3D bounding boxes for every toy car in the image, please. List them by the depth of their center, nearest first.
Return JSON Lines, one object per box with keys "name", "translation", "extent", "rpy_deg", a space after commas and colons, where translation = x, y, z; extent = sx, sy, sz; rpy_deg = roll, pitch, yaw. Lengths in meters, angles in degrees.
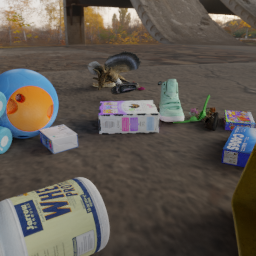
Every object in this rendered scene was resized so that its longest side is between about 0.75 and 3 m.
{"name": "toy car", "translation": [-4.818, 0.092, 7.069], "extent": [2.409, 2.311, 2.613], "rpy_deg": [15, 36, 9]}

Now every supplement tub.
{"name": "supplement tub", "translation": [-1.277, 1.544, 4.232], "extent": [1.706, 1.237, 1.237], "rpy_deg": [-13, 24, -32]}

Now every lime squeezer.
{"name": "lime squeezer", "translation": [2.525, -0.489, 10.487], "extent": [1.698, 0.600, 0.320], "rpy_deg": [-37, 26, 1]}

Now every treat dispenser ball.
{"name": "treat dispenser ball", "translation": [-3.357, -0.771, 8.969], "extent": [2.200, 2.200, 2.200], "rpy_deg": [0, 21, 0]}

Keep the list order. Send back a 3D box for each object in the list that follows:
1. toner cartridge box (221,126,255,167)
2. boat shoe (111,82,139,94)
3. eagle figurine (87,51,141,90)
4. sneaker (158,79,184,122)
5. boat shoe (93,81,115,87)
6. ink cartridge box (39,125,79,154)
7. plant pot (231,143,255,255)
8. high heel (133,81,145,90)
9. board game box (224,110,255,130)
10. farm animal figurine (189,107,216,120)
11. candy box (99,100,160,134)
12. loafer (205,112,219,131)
{"name": "toner cartridge box", "translation": [3.396, 0.502, 8.091], "extent": [0.960, 0.436, 2.021], "rpy_deg": [11, 23, 26]}
{"name": "boat shoe", "translation": [-0.193, -1.911, 13.473], "extent": [1.440, 0.481, 0.410], "rpy_deg": [-10, 14, 14]}
{"name": "eagle figurine", "translation": [-0.755, -3.113, 15.974], "extent": [2.054, 2.043, 2.707], "rpy_deg": [3, 29, 37]}
{"name": "sneaker", "translation": [1.640, -1.138, 10.972], "extent": [0.899, 1.440, 2.442], "rpy_deg": [-1, 21, -3]}
{"name": "boat shoe", "translation": [-1.400, -2.631, 16.282], "extent": [1.331, 0.461, 0.491], "rpy_deg": [-2, 21, -4]}
{"name": "ink cartridge box", "translation": [-2.171, 0.284, 8.622], "extent": [0.836, 0.468, 1.225], "rpy_deg": [-15, 27, -33]}
{"name": "plant pot", "translation": [3.206, 1.074, 3.847], "extent": [2.433, 2.758, 2.758], "rpy_deg": [17, 24, 8]}
{"name": "high heel", "translation": [0.589, -2.362, 15.629], "extent": [0.882, 0.424, 0.297], "rpy_deg": [15, 25, 34]}
{"name": "board game box", "translation": [4.063, -0.274, 10.301], "extent": [0.956, 0.318, 1.421], "rpy_deg": [6, 22, 15]}
{"name": "farm animal figurine", "translation": [2.848, -0.522, 10.836], "extent": [0.983, 0.494, 0.794], "rpy_deg": [-3, 2, 3]}
{"name": "candy box", "translation": [0.003, -0.432, 10.125], "extent": [2.056, 0.736, 1.725], "rpy_deg": [-1, 21, -2]}
{"name": "loafer", "translation": [3.023, -0.286, 10.155], "extent": [0.434, 0.444, 1.217], "rpy_deg": [8, 23, 19]}
